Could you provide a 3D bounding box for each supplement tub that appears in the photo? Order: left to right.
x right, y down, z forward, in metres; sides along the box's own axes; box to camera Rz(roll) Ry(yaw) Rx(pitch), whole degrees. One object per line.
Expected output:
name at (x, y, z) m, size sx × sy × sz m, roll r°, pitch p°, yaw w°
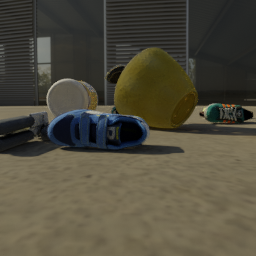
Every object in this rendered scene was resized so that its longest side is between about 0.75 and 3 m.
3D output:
supplement tub at (-2.707, -1.429, 14.463) m, size 2.050 × 2.050 × 2.819 m, roll 1°, pitch 5°, yaw 7°

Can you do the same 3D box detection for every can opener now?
can opener at (-2.314, 0.033, 6.775) m, size 0.863 × 0.688 × 2.581 m, roll 5°, pitch 8°, yaw 6°

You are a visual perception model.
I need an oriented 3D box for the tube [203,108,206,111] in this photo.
tube at (6.004, -1.105, 19.397) m, size 0.527 × 0.472 × 1.818 m, roll -43°, pitch 27°, yaw -15°

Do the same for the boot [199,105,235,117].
boot at (5.392, -0.837, 16.573) m, size 1.742 × 0.758 × 2.094 m, roll -15°, pitch 12°, yaw -9°

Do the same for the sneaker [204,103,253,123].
sneaker at (4.585, -0.675, 12.613) m, size 2.543 × 0.908 × 1.016 m, roll -2°, pitch 2°, yaw -32°

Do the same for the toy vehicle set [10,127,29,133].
toy vehicle set at (-2.786, 0.058, 8.885) m, size 1.563 × 0.207 × 0.971 m, roll -1°, pitch 6°, yaw -5°

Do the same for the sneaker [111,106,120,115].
sneaker at (0.380, -0.851, 15.102) m, size 2.504 × 0.894 × 1.001 m, roll -6°, pitch 13°, yaw -13°

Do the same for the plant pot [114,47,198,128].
plant pot at (1.269, -1.152, 10.325) m, size 2.092 × 2.948 × 2.948 m, roll 39°, pitch 28°, yaw 32°

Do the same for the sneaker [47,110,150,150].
sneaker at (-0.599, 0.036, 6.086) m, size 2.295 × 0.848 × 0.944 m, roll -2°, pitch 8°, yaw -8°

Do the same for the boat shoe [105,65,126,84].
boat shoe at (-0.071, -2.243, 12.495) m, size 0.818 × 0.869 × 2.420 m, roll 44°, pitch 27°, yaw 23°
